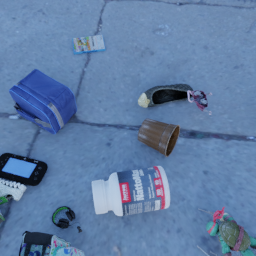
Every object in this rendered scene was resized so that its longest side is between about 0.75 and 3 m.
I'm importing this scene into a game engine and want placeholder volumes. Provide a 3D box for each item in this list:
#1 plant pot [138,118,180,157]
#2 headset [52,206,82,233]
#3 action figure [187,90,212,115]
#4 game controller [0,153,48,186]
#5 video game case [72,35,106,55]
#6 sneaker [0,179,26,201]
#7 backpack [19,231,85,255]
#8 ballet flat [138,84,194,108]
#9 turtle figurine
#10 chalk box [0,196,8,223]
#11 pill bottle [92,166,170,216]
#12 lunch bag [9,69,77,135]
[{"bbox_3d":[1.093,0.260,10.206,1.224,1.237,1.237,22,59,23],"label":"plant pot"},{"bbox_3d":[-1.908,2.941,8.893,1.085,0.510,0.670,20,54,31],"label":"headset"},{"bbox_3d":[2.799,-0.969,10.893,0.940,1.262,0.845,0,83,13],"label":"action figure"},{"bbox_3d":[-3.794,1.431,9.828,1.867,0.393,0.974,13,57,8],"label":"game controller"},{"bbox_3d":[-1.922,-4.082,13.696,1.524,0.136,1.090,-8,57,-6],"label":"video game case"},{"bbox_3d":[-4.193,2.041,9.367,1.465,0.550,0.594,10,65,8],"label":"sneaker"},{"bbox_3d":[-2.075,3.995,7.163,1.690,1.992,2.244,6,60,10],"label":"backpack"},{"bbox_3d":[1.562,-1.337,11.390,2.425,0.806,0.689,-15,27,-13],"label":"ballet flat"},{"bbox_3d":[3.032,3.318,8.166,2.346,1.181,1.756,27,60,11],"label":"turtle figurine"},{"bbox_3d":[-4.591,2.596,8.672,1.641,1.024,1.017,-34,63,-22],"label":"chalk box"},{"bbox_3d":[0.060,2.025,8.848,2.281,1.364,1.364,-8,56,-6],"label":"pill bottle"},{"bbox_3d":[-3.347,-0.975,10.687,2.409,1.637,1.594,30,61,18],"label":"lunch bag"}]
